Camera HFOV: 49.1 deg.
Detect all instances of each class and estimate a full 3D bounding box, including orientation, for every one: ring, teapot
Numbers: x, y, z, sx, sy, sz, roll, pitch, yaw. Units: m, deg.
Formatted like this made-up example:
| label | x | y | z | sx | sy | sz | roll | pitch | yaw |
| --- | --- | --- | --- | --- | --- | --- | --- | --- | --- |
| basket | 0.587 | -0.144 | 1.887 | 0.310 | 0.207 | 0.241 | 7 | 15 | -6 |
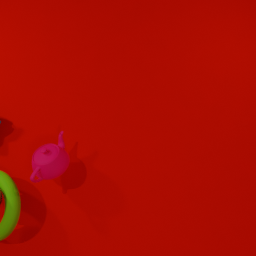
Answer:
| label | x | y | z | sx | sy | sz | roll | pitch | yaw |
| --- | --- | --- | --- | --- | --- | --- | --- | --- | --- |
| ring | -3.552 | 2.038 | 7.380 | 1.849 | 0.370 | 1.849 | -3 | 83 | 27 |
| teapot | -2.061 | 0.790 | 7.417 | 0.992 | 0.781 | 1.595 | 9 | 48 | 23 |

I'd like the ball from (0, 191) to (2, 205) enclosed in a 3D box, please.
| label | x | y | z | sx | sy | sz | roll | pitch | yaw |
| --- | --- | --- | --- | --- | --- | --- | --- | --- | --- |
| ball | -3.486 | 1.734 | 6.788 | 0.802 | 0.802 | 0.802 | 0 | 76 | 0 |
